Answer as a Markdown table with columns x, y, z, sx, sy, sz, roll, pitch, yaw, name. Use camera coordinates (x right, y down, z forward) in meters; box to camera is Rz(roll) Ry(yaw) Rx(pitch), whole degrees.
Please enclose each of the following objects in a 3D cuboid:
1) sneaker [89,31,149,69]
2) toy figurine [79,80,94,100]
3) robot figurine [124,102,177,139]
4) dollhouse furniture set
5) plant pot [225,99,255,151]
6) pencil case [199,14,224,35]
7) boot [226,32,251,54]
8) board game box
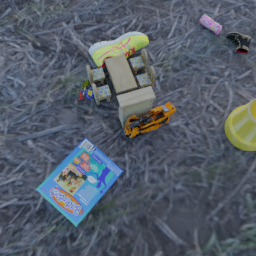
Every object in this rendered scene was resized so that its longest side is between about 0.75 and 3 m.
| x | y | z | sx | sy | sz | roll | pitch | yaw | name |
| --- | --- | --- | --- | --- | --- | --- | --- | --- | --- |
| -0.281 | -3.268 | 12.189 | 2.656 | 1.038 | 1.199 | -19 | 73 | -1 | sneaker |
| -1.659 | -1.482 | 11.735 | 0.569 | 0.501 | 0.950 | 24 | 54 | -24 | toy figurine |
| 0.739 | -0.249 | 10.559 | 2.071 | 1.502 | 0.603 | -20 | 70 | -20 | robot figurine |
| -0.101 | -1.758 | 10.867 | 2.515 | 1.906 | 2.869 | -18 | 69 | -7 | dollhouse furniture set |
| 4.717 | -0.230 | 10.395 | 1.764 | 1.660 | 1.764 | 0 | 66 | -1 | plant pot |
| 3.889 | -4.855 | 13.105 | 0.487 | 0.487 | 1.114 | -41 | 71 | -16 | pencil case |
| 4.991 | -3.862 | 12.703 | 1.151 | 0.421 | 0.867 | 15 | 66 | 0 | boot |
| -1.633 | 1.832 | 9.746 | 1.856 | 0.549 | 2.440 | 42 | 72 | 3 | board game box |
